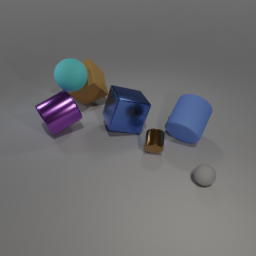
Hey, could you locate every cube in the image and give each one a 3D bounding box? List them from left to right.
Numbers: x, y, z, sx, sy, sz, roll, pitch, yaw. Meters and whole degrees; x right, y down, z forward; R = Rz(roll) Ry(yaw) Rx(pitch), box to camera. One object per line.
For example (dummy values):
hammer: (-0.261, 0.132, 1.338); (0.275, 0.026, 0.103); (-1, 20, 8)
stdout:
cube: (-1.975, -2.174, 13.417); (1.400, 1.400, 1.400); (-21, 65, 17)
cube: (-0.094, -0.756, 11.531); (1.400, 1.400, 1.400); (8, 28, -22)

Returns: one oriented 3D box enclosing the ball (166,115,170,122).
ball: (1.959, -0.261, 11.804); (0.700, 0.700, 0.700); (0, 31, 0)

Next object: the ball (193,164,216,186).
ball: (2.433, 1.488, 8.877); (0.700, 0.700, 0.700); (0, 31, 0)

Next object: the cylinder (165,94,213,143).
cylinder: (2.343, -0.351, 10.796); (1.400, 1.400, 1.400); (18, 66, 28)

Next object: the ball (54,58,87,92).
ball: (-2.452, -2.270, 12.042); (1.400, 1.400, 1.400); (0, 31, 0)

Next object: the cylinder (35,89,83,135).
cylinder: (-2.800, -0.633, 11.386); (1.400, 1.400, 1.400); (-33, 40, -13)

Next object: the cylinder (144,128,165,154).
cylinder: (0.977, 0.480, 10.245); (0.700, 0.700, 0.700); (5, 61, 8)
